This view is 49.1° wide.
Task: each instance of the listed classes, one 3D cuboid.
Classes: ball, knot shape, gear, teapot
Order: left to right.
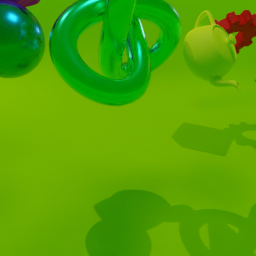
[{"bbox_3d":[-1.477,-1.064,3.402,0.910,0.910,0.910,0,30,0],"label":"ball"},{"bbox_3d":[-0.111,-1.012,3.149,0.843,1.824,1.707,12,57,30],"label":"knot shape"},{"bbox_3d":[1.163,-1.006,3.779,0.781,1.256,0.615,0,-18,-44],"label":"teapot"},{"bbox_3d":[2.168,-1.971,6.203,1.437,1.437,0.266,-11,70,-17],"label":"gear"}]

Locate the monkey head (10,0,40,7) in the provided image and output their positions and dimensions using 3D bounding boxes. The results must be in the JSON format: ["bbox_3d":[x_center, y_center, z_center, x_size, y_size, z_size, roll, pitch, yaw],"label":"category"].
[{"bbox_3d":[-1.613,-2.224,3.515,1.788,1.077,1.286,17,6,1],"label":"monkey head"}]
